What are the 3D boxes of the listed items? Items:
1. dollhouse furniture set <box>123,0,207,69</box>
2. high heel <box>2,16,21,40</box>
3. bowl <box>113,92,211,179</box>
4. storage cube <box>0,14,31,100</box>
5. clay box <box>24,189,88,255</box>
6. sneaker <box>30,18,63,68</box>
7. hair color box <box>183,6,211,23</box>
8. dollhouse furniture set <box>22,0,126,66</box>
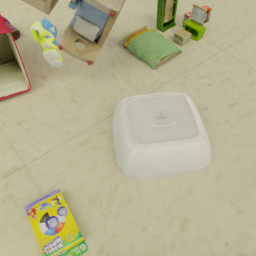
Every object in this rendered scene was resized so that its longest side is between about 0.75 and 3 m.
[{"bbox_3d":[1.205,-3.308,9.189,2.553,1.281,1.673,-36,60,-25],"label":"dollhouse furniture set"},{"bbox_3d":[-4.935,-2.997,9.203,1.236,0.867,2.571,35,44,14],"label":"high heel"},{"bbox_3d":[0.771,-0.008,6.841,2.309,0.862,2.306,-6,51,-3],"label":"bowl"},{"bbox_3d":[-3.977,-1.975,7.678,1.782,2.085,1.874,-24,49,-17],"label":"storage cube"},{"bbox_3d":[-1.432,1.985,5.562,0.788,0.327,1.372,-26,55,-19],"label":"clay box"},{"bbox_3d":[-1.435,-1.634,5.344,0.365,0.963,0.506,9,55,25],"label":"sneaker"},{"bbox_3d":[2.526,-4.047,10.270,1.050,0.533,0.321,-28,57,-19],"label":"hair color box"},{"bbox_3d":[-1.506,-3.291,6.443,2.854,2.012,2.000,26,62,-11],"label":"dollhouse furniture set"}]
